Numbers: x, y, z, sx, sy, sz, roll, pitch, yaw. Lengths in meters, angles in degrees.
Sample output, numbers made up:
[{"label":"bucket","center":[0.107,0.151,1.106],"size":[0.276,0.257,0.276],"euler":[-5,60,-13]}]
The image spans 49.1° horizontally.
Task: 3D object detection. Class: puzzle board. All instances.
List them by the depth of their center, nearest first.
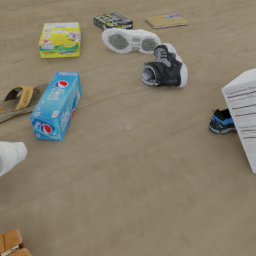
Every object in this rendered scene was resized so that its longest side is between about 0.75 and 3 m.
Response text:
[{"label":"puzzle board","center":[1.841,-5.132,13.470],"size":[1.753,0.152,1.321],"euler":[-11,40,-14]}]

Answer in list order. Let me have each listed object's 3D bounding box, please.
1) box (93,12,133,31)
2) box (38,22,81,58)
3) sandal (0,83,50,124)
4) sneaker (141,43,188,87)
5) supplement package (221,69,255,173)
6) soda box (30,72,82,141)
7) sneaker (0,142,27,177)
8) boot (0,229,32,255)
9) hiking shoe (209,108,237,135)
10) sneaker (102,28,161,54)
[{"label":"box","center":[-0.707,-4.908,13.041],"size":[1.247,0.345,1.557],"euler":[-25,46,-26]},{"label":"box","center":[-2.660,-3.481,11.159],"size":[1.513,0.624,2.578],"euler":[-4,38,-5]},{"label":"sandal","center":[-3.135,-0.813,7.962],"size":[2.352,0.635,0.945],"euler":[-28,48,-29]},{"label":"sneaker","center":[1.000,-2.121,9.319],"size":[1.304,0.865,2.292],"euler":[-8,43,-13]},{"label":"supplement package","center":[3.068,-0.216,5.932],"size":[1.176,2.067,1.132],"euler":[-32,13,-36]},{"label":"soda box","center":[-1.888,-0.676,7.700],"size":[0.719,0.760,2.240],"euler":[4,40,5]},{"label":"sneaker","center":[-3.082,0.733,5.699],"size":[2.388,0.840,0.957],"euler":[-8,6,24]},{"label":"boot","center":[-2.518,2.070,4.521],"size":[1.555,0.741,2.010],"euler":[-31,60,-30]},{"label":"hiking shoe","center":[2.887,-0.252,7.272],"size":[1.543,0.669,0.574],"euler":[-10,41,-12]},{"label":"sneaker","center":[0.130,-3.501,11.110],"size":[2.297,0.895,1.141],"euler":[9,34,-3]}]
